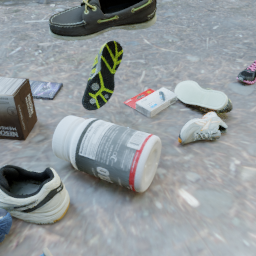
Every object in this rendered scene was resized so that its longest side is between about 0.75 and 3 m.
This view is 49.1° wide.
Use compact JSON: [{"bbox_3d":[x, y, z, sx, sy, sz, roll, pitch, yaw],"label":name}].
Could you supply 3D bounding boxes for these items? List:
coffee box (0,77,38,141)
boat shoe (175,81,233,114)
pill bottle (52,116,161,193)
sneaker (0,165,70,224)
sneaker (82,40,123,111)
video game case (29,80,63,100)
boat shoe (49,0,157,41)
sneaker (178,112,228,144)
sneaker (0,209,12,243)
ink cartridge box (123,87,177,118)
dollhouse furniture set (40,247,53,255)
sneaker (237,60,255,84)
[{"bbox_3d":[-4.121,-0.614,7.996,2.620,1.498,1.044,5,37,5],"label":"coffee box"},{"bbox_3d":[2.410,-0.982,9.139,0.644,0.770,2.155,24,5,-40],"label":"boat shoe"},{"bbox_3d":[-0.506,0.528,6.561,2.304,1.312,1.312,16,41,20],"label":"pill bottle"},{"bbox_3d":[-2.689,1.254,5.808,2.858,1.253,1.081,-3,40,-1],"label":"sneaker"},{"bbox_3d":[-0.674,-1.325,7.295,0.705,1.870,0.715,23,5,-24],"label":"sneaker"},{"bbox_3d":[-3.194,-1.383,10.072,1.436,0.136,1.026,6,39,7],"label":"video game case"},{"bbox_3d":[-0.595,-2.614,6.292,2.519,0.759,0.898,-12,59,-4],"label":"boat shoe"},{"bbox_3d":[2.143,0.092,7.830,1.654,0.626,0.761,-26,49,-27],"label":"sneaker"},{"bbox_3d":[-3.684,1.838,5.038,2.955,1.139,1.259,-12,48,-17],"label":"sneaker"},{"bbox_3d":[0.747,-0.984,9.417,1.240,0.315,1.408,32,48,33],"label":"ink cartridge box"},{"bbox_3d":[-1.505,2.226,3.466,1.697,2.601,2.455,-28,46,-30],"label":"dollhouse furniture set"},{"bbox_3d":[4.831,-2.290,10.649,1.809,0.863,0.715,-28,48,-29],"label":"sneaker"}]
